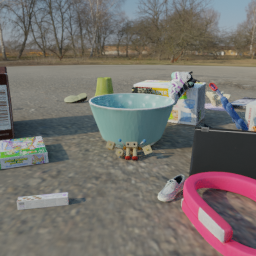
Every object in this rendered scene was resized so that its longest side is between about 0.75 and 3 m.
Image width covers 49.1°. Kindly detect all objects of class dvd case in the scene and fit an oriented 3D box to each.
[{"bbox_3d":[7.003,-1.317,15.275,2.142,0.230,2.881,13,21,37],"label":"dvd case"}]

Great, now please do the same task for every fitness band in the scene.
[{"bbox_3d":[2.112,1.545,5.119,1.892,0.493,2.634,-2,17,-15],"label":"fitness band"}]

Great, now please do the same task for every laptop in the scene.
[{"bbox_3d":[3.140,0.914,7.801,2.641,1.634,2.820,5,-11,16],"label":"laptop"}]

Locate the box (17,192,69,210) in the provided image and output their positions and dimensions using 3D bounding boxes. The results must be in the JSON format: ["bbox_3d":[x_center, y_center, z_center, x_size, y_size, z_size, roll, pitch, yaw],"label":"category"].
[{"bbox_3d":[-1.722,1.487,5.702,1.001,0.207,0.194,-4,17,-10],"label":"box"}]

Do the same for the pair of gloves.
[{"bbox_3d":[3.581,-0.487,9.649,0.292,2.059,2.561,-36,22,18],"label":"pair of gloves"}]

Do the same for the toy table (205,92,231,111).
[{"bbox_3d":[4.623,-1.406,14.536,1.410,0.826,1.296,10,19,28],"label":"toy table"}]

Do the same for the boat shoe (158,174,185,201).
[{"bbox_3d":[0.963,1.279,6.145,0.340,0.347,0.974,12,20,36],"label":"boat shoe"}]

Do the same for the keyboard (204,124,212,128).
[{"bbox_3d":[3.129,0.066,10.224,0.779,0.100,0.468,27,19,-1],"label":"keyboard"}]

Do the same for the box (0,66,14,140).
[{"bbox_3d":[-5.501,-0.943,10.158,2.324,2.348,2.831,-7,18,-22],"label":"box"}]

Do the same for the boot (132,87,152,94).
[{"bbox_3d":[0.089,-0.966,11.736,2.020,1.526,0.729,0,16,0],"label":"boot"}]

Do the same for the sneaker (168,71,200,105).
[{"bbox_3d":[2.174,-1.598,10.696,1.123,0.624,1.605,-5,56,27],"label":"sneaker"}]

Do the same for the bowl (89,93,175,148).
[{"bbox_3d":[0.136,-0.240,9.360,2.802,1.465,2.802,-1,17,0],"label":"bowl"}]

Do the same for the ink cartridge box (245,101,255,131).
[{"bbox_3d":[5.171,-0.284,10.033,1.159,1.165,1.603,-15,22,-42],"label":"ink cartridge box"}]

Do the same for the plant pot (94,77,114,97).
[{"bbox_3d":[-1.487,-2.595,17.868,1.347,1.238,1.347,1,16,0],"label":"plant pot"}]

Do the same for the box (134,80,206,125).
[{"bbox_3d":[1.810,-1.203,12.366,2.877,1.619,1.458,7,19,27],"label":"box"}]

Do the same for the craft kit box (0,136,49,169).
[{"bbox_3d":[-3.232,0.698,8.166,1.585,0.389,1.605,-10,18,-21],"label":"craft kit box"}]

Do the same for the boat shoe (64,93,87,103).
[{"bbox_3d":[-3.009,-1.657,16.196,1.317,0.413,0.482,-15,61,-10],"label":"boat shoe"}]

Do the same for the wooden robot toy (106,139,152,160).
[{"bbox_3d":[0.052,0.686,8.259,1.358,0.598,0.616,2,-19,7],"label":"wooden robot toy"}]
